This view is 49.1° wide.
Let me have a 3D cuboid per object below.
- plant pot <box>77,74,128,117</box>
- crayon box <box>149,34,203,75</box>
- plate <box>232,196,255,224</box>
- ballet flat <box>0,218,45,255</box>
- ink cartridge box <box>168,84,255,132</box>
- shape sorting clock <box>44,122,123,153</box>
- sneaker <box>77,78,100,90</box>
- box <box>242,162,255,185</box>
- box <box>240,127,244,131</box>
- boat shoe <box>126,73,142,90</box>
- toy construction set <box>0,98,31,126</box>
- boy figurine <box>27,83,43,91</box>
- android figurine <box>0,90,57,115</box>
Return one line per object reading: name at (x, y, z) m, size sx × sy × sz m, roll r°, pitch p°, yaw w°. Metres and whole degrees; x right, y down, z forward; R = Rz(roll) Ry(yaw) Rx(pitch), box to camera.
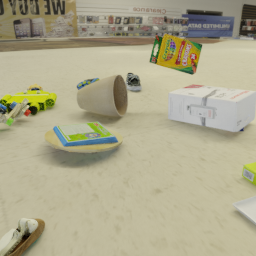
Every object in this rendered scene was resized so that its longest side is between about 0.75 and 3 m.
plant pot at (-1.122, -1.256, 11.584) m, size 1.816 × 1.700 × 1.700 m, roll -3°, pitch 20°, yaw 20°
crayon box at (2.023, -3.150, 11.904) m, size 2.012 × 1.277 × 0.511 m, roll 13°, pitch -1°, yaw -6°
plate at (2.909, 1.803, 5.863) m, size 1.017 × 0.164 × 1.015 m, roll -10°, pitch 24°, yaw -22°
ballet flat at (-1.969, 1.964, 5.031) m, size 0.476 × 0.508 × 1.405 m, roll 8°, pitch 24°, yaw 19°
ink cartridge box at (3.224, -0.868, 10.801) m, size 2.746 × 1.137 × 2.012 m, roll 14°, pitch 25°, yaw 40°
shape sorting clock at (-1.394, 0.318, 8.982) m, size 2.475 × 0.486 × 2.475 m, roll 1°, pitch 18°, yaw 0°
sneaker at (-2.210, -2.331, 15.360) m, size 0.734 × 0.628 × 1.771 m, roll -8°, pitch 16°, yaw 32°
box at (3.865, 1.146, 7.152) m, size 1.580 × 0.376 × 0.963 m, roll -9°, pitch 24°, yaw -21°
box at (4.024, -0.079, 10.431) m, size 0.456 × 0.122 × 0.752 m, roll 3°, pitch 24°, yaw 8°
boat shoe at (0.308, -2.675, 15.815) m, size 0.808 × 0.748 × 2.190 m, roll -2°, pitch 23°, yaw -5°
toy construction set at (-5.177, -0.842, 10.355) m, size 2.965 × 1.366 × 1.944 m, roll 18°, pitch -2°, yaw -16°
boy figurine at (-4.915, -2.052, 14.767) m, size 0.794 × 0.412 × 1.278 m, roll -4°, pitch 22°, yaw -20°
android figurine at (-4.461, -1.252, 12.724) m, size 2.417 × 0.545 × 2.655 m, roll -2°, pitch 24°, yaw -4°
